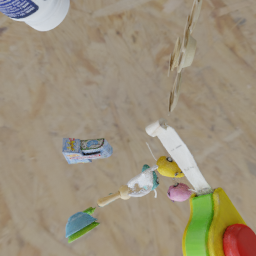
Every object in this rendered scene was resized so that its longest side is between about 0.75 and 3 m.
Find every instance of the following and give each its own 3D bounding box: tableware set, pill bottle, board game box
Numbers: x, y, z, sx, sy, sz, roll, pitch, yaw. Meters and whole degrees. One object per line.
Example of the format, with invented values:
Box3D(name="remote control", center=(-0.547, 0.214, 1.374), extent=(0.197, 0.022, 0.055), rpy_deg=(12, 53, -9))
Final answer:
Box3D(name="tableware set", center=(1.096, -1.555, 5.770), extent=(0.274, 2.358, 1.970), rpy_deg=(12, 57, 1))
Box3D(name="pill bottle", center=(-2.512, -3.288, 5.910), extent=(1.595, 2.757, 1.595), rpy_deg=(-4, 80, 20))
Box3D(name="board game box", center=(-0.913, 0.464, 5.789), extent=(1.021, 1.021, 0.315), rpy_deg=(-6, 71, 9))

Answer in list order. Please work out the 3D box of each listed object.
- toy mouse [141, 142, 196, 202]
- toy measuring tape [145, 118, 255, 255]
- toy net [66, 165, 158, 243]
Box3D(name="toy mouse", center=(0.673, 1.096, 5.343), extent=(1.415, 1.258, 0.274), rpy_deg=(33, 45, 7))
Box3D(name="toy measuring tape", center=(0.922, 1.185, 3.713), extent=(1.007, 1.007, 2.737), rpy_deg=(-35, 92, -10))
Box3D(name="toy net", center=(-0.207, 1.327, 5.011), extent=(2.040, 1.070, 0.394), rpy_deg=(-34, 76, 14))
